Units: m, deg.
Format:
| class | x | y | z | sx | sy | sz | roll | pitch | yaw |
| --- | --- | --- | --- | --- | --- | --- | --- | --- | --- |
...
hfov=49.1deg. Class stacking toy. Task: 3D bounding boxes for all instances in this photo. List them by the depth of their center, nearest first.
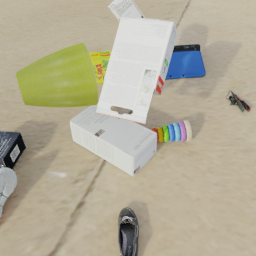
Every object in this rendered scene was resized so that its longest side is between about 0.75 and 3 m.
| class | x | y | z | sx | sy | sz | roll | pitch | yaw |
| --- | --- | --- | --- | --- | --- | --- | --- | --- | --- |
| stacking toy | 1.337 | 0.226 | 10.268 | 1.885 | 0.805 | 0.805 | -8 | 41 | 0 |

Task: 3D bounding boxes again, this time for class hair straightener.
| class | x | y | z | sx | sy | sz | roll | pitch | yaw |
| --- | --- | --- | --- | --- | --- | --- | --- | --- | --- |
| hair straightener | 4.667 | -1.180 | 12.129 | 0.593 | 0.315 | 1.540 | -6 | 41 | -7 |

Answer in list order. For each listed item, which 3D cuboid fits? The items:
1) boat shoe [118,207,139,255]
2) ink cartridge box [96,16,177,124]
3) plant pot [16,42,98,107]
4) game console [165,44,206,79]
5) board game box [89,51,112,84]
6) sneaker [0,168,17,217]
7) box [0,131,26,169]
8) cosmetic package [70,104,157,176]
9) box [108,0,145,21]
| class | x | y | z | sx | sy | sz | roll | pitch | yaw |
| --- | --- | --- | --- | --- | --- | --- | --- | --- | --- |
| boat shoe | 0.017 | 2.791 | 7.417 | 0.583 | 0.497 | 1.744 | -1 | 41 | -1 |
| ink cartridge box | 0.256 | -1.631 | 8.068 | 1.600 | 0.739 | 2.937 | 14 | 87 | 20 |
| plant pot | -2.202 | -1.424 | 8.519 | 2.103 | 1.968 | 1.968 | -15 | 43 | -16 |
| game console | 2.301 | -3.453 | 14.786 | 2.888 | 1.709 | 2.465 | -4 | 10 | -5 |
| board game box | -1.264 | -2.853 | 13.246 | 2.697 | 1.370 | 0.642 | -9 | 42 | -10 |
| sneaker | -4.134 | 2.267 | 7.968 | 1.004 | 0.945 | 2.451 | -12 | 37 | 37 |
| box | -4.446 | 0.796 | 9.503 | 1.342 | 0.788 | 1.320 | 4 | 41 | 7 |
| cosmetic package | -0.529 | 0.318 | 9.860 | 2.852 | 1.056 | 1.450 | 25 | 47 | 27 |
| box | 0.357 | -4.099 | 11.345 | 0.754 | 2.507 | 1.462 | -41 | 28 | 7 |
